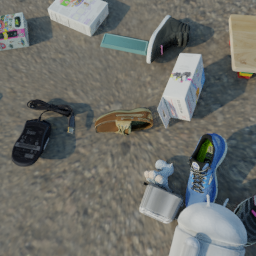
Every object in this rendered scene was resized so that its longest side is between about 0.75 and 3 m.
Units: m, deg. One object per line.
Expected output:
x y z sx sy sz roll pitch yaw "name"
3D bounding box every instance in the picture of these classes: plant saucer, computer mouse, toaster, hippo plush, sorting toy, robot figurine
-0.100 -3.039 10.081 1.723 0.163 0.602 13 67 5 "plant saucer"
-2.459 0.217 8.483 1.595 0.523 2.272 6 60 -1 "computer mouse"
0.824 2.023 7.534 1.229 0.699 0.794 22 70 9 "toaster"
0.994 1.260 7.852 0.917 0.730 0.737 30 70 13 "hippo plush"
4.582 -2.671 9.556 2.290 0.797 2.276 5 66 2 "sorting toy"
1.757 2.918 6.378 1.555 2.335 2.754 11 83 35 "robot figurine"

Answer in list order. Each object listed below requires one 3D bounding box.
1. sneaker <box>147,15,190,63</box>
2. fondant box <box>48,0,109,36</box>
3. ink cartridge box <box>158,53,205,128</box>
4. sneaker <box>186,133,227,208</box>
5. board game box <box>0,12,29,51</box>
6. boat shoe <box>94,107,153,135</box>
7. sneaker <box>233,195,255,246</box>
1.467 -2.999 9.699 1.102 0.786 2.223 22 64 15 "sneaker"
-1.829 -4.357 10.455 1.831 0.533 1.321 27 69 10 "fondant box"
1.678 -1.072 8.532 0.712 1.208 2.098 13 66 28 "ink cartridge box"
1.908 1.183 7.454 0.889 1.009 2.263 10 84 42 "sneaker"
-4.467 -3.417 10.053 1.611 0.518 1.188 -12 66 -5 "board game box"
-0.088 -0.143 8.389 1.808 0.684 0.668 -13 50 -9 "boat shoe"
3.794 2.029 7.255 2.701 1.181 0.996 -30 69 -13 "sneaker"
